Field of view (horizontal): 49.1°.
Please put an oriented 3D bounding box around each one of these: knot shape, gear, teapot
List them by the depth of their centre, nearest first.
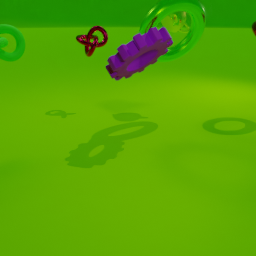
[{"bbox_3d":[-3.237,-2.128,6.567,1.287,0.635,1.375,42,36,11],"label":"knot shape"},{"bbox_3d":[0.278,-1.773,6.838,1.704,0.315,1.704,-30,-6,-4],"label":"gear"},{"bbox_3d":[1.490,-3.674,9.153,0.725,1.480,0.920,-36,-6,-11],"label":"teapot"},{"bbox_3d":[-1.164,-3.005,9.507,1.021,0.504,1.091,-32,62,3],"label":"knot shape"}]

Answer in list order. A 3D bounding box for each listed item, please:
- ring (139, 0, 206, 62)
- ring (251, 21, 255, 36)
[{"bbox_3d":[1.271,-2.770,7.999,2.049,2.049,0.410,-9,51,-21],"label":"ring"},{"bbox_3d":[4.352,-2.570,8.464,1.673,0.335,1.673,28,40,-27],"label":"ring"}]
